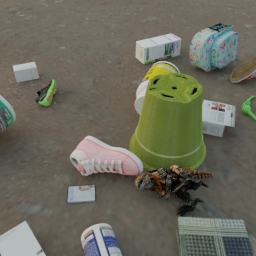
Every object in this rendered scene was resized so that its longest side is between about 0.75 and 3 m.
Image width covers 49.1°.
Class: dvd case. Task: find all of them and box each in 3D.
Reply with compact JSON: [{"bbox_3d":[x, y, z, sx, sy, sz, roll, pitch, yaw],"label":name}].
[{"bbox_3d":[-1.297,1.827,7.801,0.778,0.068,0.555,-4,40,-5],"label":"dvd case"}]

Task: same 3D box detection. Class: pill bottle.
[{"bbox_3d":[1.118,-1.446,10.734,1.358,1.358,2.441,13,42,15],"label":"pill bottle"},{"bbox_3d":[-4.960,0.051,8.714,1.467,1.467,2.594,21,54,23],"label":"pill bottle"},{"bbox_3d":[-0.502,2.842,6.048,0.753,0.753,1.356,-14,42,-16],"label":"pill bottle"}]

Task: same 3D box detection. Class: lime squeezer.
[{"bbox_3d":[4.712,-0.818,10.765,0.687,0.367,1.944,6,39,8],"label":"lime squeezer"}]

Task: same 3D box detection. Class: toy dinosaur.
[{"bbox_3d":[1.354,1.413,7.632,2.179,1.113,1.479,-25,30,-10],"label":"toy dinosaur"}]

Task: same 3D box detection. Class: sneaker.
[{"bbox_3d":[-0.730,1.060,8.153,2.230,0.839,1.166,21,46,28],"label":"sneaker"},{"bbox_3d":[5.647,-2.504,12.629,2.189,1.231,0.780,-37,48,4],"label":"sneaker"},{"bbox_3d":[-3.334,-1.504,11.402,0.649,0.595,1.550,6,39,1],"label":"sneaker"}]

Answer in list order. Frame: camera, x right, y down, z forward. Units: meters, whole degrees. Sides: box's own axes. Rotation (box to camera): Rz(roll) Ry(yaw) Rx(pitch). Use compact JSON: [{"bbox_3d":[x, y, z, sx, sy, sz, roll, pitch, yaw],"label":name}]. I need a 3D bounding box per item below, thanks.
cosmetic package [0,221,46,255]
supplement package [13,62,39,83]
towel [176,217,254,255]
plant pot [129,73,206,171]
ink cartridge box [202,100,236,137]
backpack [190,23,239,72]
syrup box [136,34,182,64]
[{"bbox_3d":[-2.265,2.860,6.167,0.786,0.565,1.393,-30,49,-29],"label":"cosmetic package"},{"bbox_3d":[-4.591,-2.521,12.616,0.978,0.593,0.586,-15,42,-17],"label":"supplement package"},{"bbox_3d":[2.007,2.847,6.481,1.722,0.297,1.658,3,43,1],"label":"towel"},{"bbox_3d":[1.284,-0.290,8.532,2.525,2.398,2.525,-1,40,1],"label":"plant pot"},{"bbox_3d":[3.170,-0.334,10.006,1.174,0.561,1.337,12,41,14],"label":"ink cartridge box"},{"bbox_3d":[3.947,-3.654,12.978,2.158,1.916,1.625,-24,40,-20],"label":"backpack"},{"bbox_3d":[1.550,-4.030,14.193,2.234,0.880,0.910,-19,43,-22],"label":"syrup box"}]
